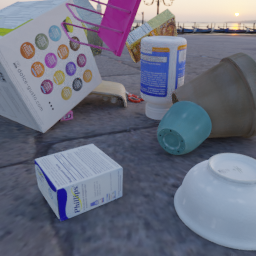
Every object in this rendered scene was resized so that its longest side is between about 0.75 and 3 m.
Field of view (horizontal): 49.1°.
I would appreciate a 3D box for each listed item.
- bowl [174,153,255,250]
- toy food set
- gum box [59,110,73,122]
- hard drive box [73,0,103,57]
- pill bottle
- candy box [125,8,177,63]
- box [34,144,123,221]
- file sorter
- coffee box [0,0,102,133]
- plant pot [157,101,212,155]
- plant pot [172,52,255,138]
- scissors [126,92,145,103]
[{"bbox_3d":[1.888,1.070,5.028,2.048,0.920,2.048,0,22,0],"label":"bowl"},{"bbox_3d":[-1.340,-1.371,11.336,2.606,0.787,1.870,8,22,-4],"label":"toy food set"},{"bbox_3d":[-2.298,-0.490,9.590,0.490,0.285,0.863,-18,28,-39],"label":"gum box"},{"bbox_3d":[-1.693,-3.789,10.185,0.760,1.543,1.980,-26,69,-24],"label":"hard drive box"},{"bbox_3d":[1.131,-1.648,9.338,1.453,2.592,1.453,0,24,0],"label":"pill bottle"},{"bbox_3d":[0.837,-3.297,10.120,1.888,1.090,0.522,-34,63,0],"label":"candy box"},{"bbox_3d":[-0.969,0.983,5.494,1.332,0.699,1.225,-14,27,-31],"label":"box"},{"bbox_3d":[-0.546,-2.618,5.620,1.127,1.797,1.249,4,35,-32],"label":"file sorter"},{"bbox_3d":[-3.166,-2.143,9.053,2.953,2.948,2.920,16,50,36],"label":"coffee box"},{"bbox_3d":[1.325,0.090,7.104,1.252,1.252,1.005,16,40,33],"label":"plant pot"},{"bbox_3d":[2.428,-0.654,7.852,2.074,2.390,2.390,-17,23,0],"label":"plant pot"},{"bbox_3d":[0.049,-1.406,12.003,0.691,0.132,1.888,-16,29,-30],"label":"scissors"}]
